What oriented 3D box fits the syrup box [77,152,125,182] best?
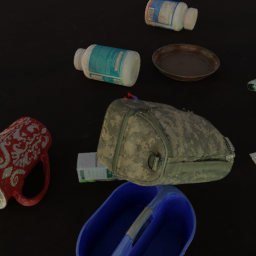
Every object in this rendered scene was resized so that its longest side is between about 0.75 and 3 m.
[{"bbox_3d":[-0.654,1.103,8.054,1.525,0.600,0.621,-2,43,-3],"label":"syrup box"}]

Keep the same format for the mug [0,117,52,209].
[{"bbox_3d":[-3.150,1.019,7.853,1.536,2.043,2.302,-19,26,35],"label":"mug"}]

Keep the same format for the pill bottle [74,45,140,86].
[{"bbox_3d":[-0.874,-2.608,11.459,2.533,1.403,1.403,14,45,14],"label":"pill bottle"}]

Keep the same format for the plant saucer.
[{"bbox_3d":[2.531,-2.887,12.457,2.920,0.468,2.920,0,44,0],"label":"plant saucer"}]

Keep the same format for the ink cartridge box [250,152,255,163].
[{"bbox_3d":[4.117,0.964,8.440,0.842,0.283,0.493,-9,44,-9],"label":"ink cartridge box"}]

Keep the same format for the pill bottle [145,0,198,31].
[{"bbox_3d":[2.356,-6.119,15.210,2.580,1.448,1.448,20,47,19],"label":"pill bottle"}]

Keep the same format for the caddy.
[{"bbox_3d":[0.211,2.355,6.054,2.016,1.497,2.851,26,48,24],"label":"caddy"}]

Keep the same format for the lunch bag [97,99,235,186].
[{"bbox_3d":[0.932,0.451,6.507,2.600,1.812,2.181,5,17,-40],"label":"lunch bag"}]

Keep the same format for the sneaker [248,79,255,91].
[{"bbox_3d":[5.483,-1.687,11.169,0.811,0.450,1.159,-33,53,-30],"label":"sneaker"}]

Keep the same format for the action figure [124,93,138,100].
[{"bbox_3d":[0.486,-0.841,10.361,1.345,0.348,0.440,31,56,23],"label":"action figure"}]
